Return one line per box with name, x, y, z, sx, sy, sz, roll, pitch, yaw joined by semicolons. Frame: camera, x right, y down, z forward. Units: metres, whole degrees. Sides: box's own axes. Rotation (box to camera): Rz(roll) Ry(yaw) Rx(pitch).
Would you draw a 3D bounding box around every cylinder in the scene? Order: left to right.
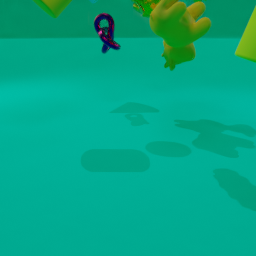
cylinder;-1.454;-2.800;5.383;0.940;0.940;0.940;41;0;0
cylinder;2.274;-1.413;4.311;0.912;0.912;0.912;17;20;-6

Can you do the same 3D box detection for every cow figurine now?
cow figurine;1.058;-3.414;7.180;1.650;1.677;0.921;43;1;25
cow figurine;1.060;-2.170;6.523;1.748;0.960;1.720;10;-31;-36

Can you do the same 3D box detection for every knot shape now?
knot shape;-0.552;-2.489;7.697;0.518;1.121;1.049;-17;47;-6

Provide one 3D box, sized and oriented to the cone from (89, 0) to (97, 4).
cone;-1.564;-4.810;8.716;1.388;1.383;1.383;6;14;-29
